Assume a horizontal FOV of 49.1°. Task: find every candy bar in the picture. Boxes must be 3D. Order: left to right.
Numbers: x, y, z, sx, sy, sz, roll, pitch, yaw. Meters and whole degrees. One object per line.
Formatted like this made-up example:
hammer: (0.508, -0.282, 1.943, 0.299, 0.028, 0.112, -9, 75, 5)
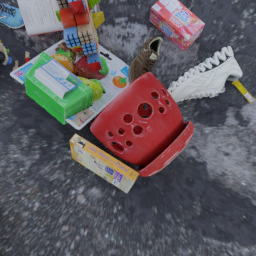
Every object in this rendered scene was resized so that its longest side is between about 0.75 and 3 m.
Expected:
candy bar: (3.802, -1.196, 9.213, 0.235, 0.104, 0.942, -37, 81, -4)

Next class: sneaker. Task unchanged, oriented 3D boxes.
sneaker: (-4.203, -3.890, 9.458, 1.707, 0.768, 0.669, 9, 78, 2)
sneaker: (0.576, -2.162, 8.939, 0.658, 0.706, 1.869, 27, 69, -23)
sneaker: (2.323, -1.389, 8.828, 2.919, 1.097, 1.183, -33, 88, -6)

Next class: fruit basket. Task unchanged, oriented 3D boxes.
fruit basket: (-1.505, -1.700, 8.575, 2.778, 1.406, 2.999, 39, 64, 10)

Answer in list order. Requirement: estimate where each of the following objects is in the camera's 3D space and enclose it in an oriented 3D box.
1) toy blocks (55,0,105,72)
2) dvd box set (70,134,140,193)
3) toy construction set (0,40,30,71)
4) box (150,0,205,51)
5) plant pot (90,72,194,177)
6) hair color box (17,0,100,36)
toy blocks: (-1.339, -2.825, 7.748, 1.371, 2.743, 1.875, -12, 58, 2)
dvd box set: (-0.716, 1.065, 7.996, 2.051, 1.501, 0.302, 31, 65, 7)
toy construction set: (-4.086, -2.379, 8.997, 1.768, 1.474, 1.358, 2, 64, -20)
box: (1.609, -3.541, 9.369, 0.856, 0.789, 1.667, -44, 81, -9)
plant pot: (0.488, -0.024, 7.878, 2.145, 2.356, 2.356, 45, 81, 0)
hair color box: (-2.162, -3.826, 9.043, 2.420, 0.741, 1.228, -7, 118, 6)
